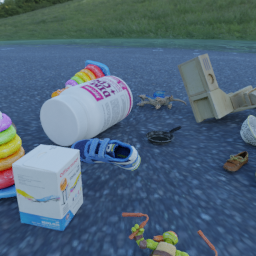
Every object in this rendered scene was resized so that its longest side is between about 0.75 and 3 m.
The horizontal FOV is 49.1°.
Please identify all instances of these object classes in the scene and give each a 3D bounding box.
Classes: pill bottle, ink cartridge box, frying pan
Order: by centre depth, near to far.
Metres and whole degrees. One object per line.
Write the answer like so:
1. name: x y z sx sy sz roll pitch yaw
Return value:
1. ink cartridge box: -1.456 1.077 5.278 0.898 1.241 0.914 6 23 15
2. frying pan: 1.094 0.198 8.836 0.863 0.232 1.427 11 22 23
3. pill bottle: -1.210 -0.604 8.882 1.667 1.667 2.940 11 25 26

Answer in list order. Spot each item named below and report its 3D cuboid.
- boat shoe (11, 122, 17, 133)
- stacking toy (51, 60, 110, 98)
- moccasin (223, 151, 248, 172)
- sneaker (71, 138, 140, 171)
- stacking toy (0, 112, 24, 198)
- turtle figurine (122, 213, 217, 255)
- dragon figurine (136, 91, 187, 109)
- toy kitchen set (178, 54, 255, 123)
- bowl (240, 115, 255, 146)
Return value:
1. boat shoe: -4.583 0.086 8.358 2.445 0.926 0.878 5 17 -13
2. stacking toy: -2.195 -1.813 12.557 1.643 1.554 2.831 25 43 35
3. moccasin: 2.738 0.829 7.051 0.988 0.381 0.361 -15 26 -33
4. sneaker: -0.501 0.483 6.005 1.547 0.636 0.572 7 66 7
5. stacking toy: -2.841 0.162 5.855 1.371 2.498 1.450 -3 24 -8
6. turtle figurine: 0.437 1.939 4.114 1.573 0.506 1.268 21 36 15
7. dragon figurine: 1.393 -1.199 11.782 2.067 0.608 1.028 -8 24 -17
8. toy kitchen set: 3.612 -1.687 9.856 2.498 2.254 2.038 -23 5 -35
9. bowl: 3.680 0.165 8.339 0.468 0.997 0.997 -36 -4 40
